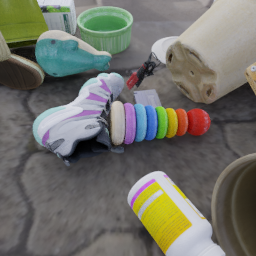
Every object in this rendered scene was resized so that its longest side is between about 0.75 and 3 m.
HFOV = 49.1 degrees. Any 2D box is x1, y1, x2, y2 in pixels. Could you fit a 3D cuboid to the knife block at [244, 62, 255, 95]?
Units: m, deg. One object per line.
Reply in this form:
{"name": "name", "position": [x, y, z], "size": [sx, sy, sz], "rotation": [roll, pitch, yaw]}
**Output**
{"name": "knife block", "position": [3.467, -1.201, 5.096], "size": [1.798, 2.048, 0.655], "rotation": [4, 59, -44]}

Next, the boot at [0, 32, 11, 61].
{"name": "boot", "position": [-3.252, -1.828, 5.266], "size": [1.768, 0.643, 1.374], "rotation": [47, 40, -3]}

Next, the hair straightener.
{"name": "hair straightener", "position": [0.368, -1.246, 6.079], "size": [0.472, 1.228, 0.251], "rotation": [-18, 73, -27]}

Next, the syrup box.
{"name": "syrup box", "position": [-3.358, -4.151, 10.349], "size": [2.728, 1.074, 1.111], "rotation": [-2, 47, -2]}

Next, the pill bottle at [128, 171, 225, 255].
{"name": "pill bottle", "position": [0.835, 1.702, 5.023], "size": [0.940, 0.940, 1.803], "rotation": [-25, 51, -22]}

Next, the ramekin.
{"name": "ramekin", "position": [-0.768, -3.356, 9.719], "size": [1.888, 0.922, 1.888], "rotation": [0, 47, 0]}

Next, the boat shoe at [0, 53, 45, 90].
{"name": "boat shoe", "position": [-3.631, -1.933, 8.438], "size": [2.811, 1.007, 1.071], "rotation": [15, 37, 14]}

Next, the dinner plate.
{"name": "dinner plate", "position": [1.751, -2.719, 9.635], "size": [1.867, 0.226, 1.867], "rotation": [1, 48, -1]}

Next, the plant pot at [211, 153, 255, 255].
{"name": "plant pot", "position": [3.076, 1.437, 4.449], "size": [2.273, 2.619, 2.619], "rotation": [-12, 46, -31]}

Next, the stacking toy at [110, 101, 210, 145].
{"name": "stacking toy", "position": [0.812, -0.112, 6.820], "size": [2.426, 1.035, 1.035], "rotation": [0, 47, -10]}

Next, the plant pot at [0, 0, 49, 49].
{"name": "plant pot", "position": [-3.739, -3.666, 8.437], "size": [2.402, 2.313, 2.402], "rotation": [-10, 15, 3]}

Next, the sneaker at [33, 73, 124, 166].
{"name": "sneaker", "position": [-0.661, -0.115, 6.738], "size": [1.910, 1.062, 2.731], "rotation": [37, 67, 28]}

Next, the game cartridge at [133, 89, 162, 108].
{"name": "game cartridge", "position": [0.564, -0.664, 7.746], "size": [0.671, 0.199, 1.035], "rotation": [-4, 47, -9]}

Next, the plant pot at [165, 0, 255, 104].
{"name": "plant pot", "position": [2.563, -2.078, 7.610], "size": [2.578, 2.816, 2.816], "rotation": [-37, 56, -15]}

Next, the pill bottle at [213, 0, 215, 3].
{"name": "pill bottle", "position": [4.164, -4.810, 11.142], "size": [1.494, 0.828, 0.828], "rotation": [19, 50, 15]}

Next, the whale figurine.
{"name": "whale figurine", "position": [-1.604, -1.971, 8.163], "size": [2.160, 1.718, 1.121], "rotation": [13, 75, -8]}
